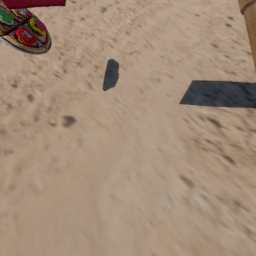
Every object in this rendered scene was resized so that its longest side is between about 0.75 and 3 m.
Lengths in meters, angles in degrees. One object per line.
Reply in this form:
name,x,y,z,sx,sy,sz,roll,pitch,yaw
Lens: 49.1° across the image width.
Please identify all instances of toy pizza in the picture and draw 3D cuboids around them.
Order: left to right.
toy pizza,-2.706,-2.633,7.117,1.799,0.285,1.799,31,39,-29

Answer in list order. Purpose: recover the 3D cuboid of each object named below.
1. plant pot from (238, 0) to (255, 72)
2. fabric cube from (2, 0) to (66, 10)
plant pot,3.031,-1.610,4.640,2.299,2.276,2.299,-8,5,1
fabric cube,-1.649,-2.835,4.664,1.134,1.112,1.130,0,68,6
